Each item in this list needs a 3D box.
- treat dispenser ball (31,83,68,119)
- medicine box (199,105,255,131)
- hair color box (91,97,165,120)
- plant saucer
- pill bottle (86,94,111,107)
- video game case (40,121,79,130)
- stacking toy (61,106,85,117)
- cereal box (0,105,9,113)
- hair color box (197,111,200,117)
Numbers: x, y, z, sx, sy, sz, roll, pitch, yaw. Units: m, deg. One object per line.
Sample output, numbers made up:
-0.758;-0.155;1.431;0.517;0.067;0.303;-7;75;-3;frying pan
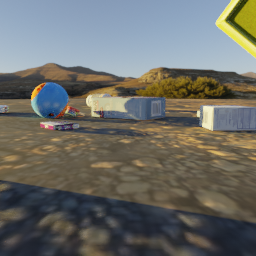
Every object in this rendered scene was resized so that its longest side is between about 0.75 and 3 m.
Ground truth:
-3.190;-1.118;11.469;1.475;1.475;1.475;0;7;0;treat dispenser ball
2.889;-0.314;8.185;1.286;0.662;1.171;1;7;-2;medicine box
-0.025;-0.873;11.767;2.890;0.876;1.431;5;9;38;hair color box
3.162;-2.669;6.519;1.800;1.797;0.431;48;39;17;plant saucer
-1.864;-1.724;18.072;0.988;0.988;1.698;-7;10;-43;pill bottle
-2.037;-0.078;8.331;0.825;0.163;0.910;-6;9;-40;video game case
-2.569;-0.606;12.430;1.078;0.455;0.976;9;-15;37;stacking toy
-7.211;-0.954;14.409;1.882;0.372;1.354;-4;8;-29;cereal box
3.408;-0.583;11.911;0.440;0.270;0.889;-4;7;-26;hair color box
